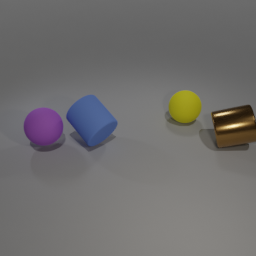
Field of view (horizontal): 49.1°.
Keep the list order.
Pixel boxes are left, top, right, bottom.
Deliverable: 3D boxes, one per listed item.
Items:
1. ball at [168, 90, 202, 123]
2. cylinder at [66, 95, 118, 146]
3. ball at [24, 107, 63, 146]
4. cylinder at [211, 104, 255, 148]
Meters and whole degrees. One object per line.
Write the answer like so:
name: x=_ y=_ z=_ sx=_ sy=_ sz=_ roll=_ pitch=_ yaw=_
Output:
ball: x=2.448 y=-0.914 z=12.056 sx=1.400 sy=1.400 sz=1.400 roll=0 pitch=32 yaw=0
cylinder: x=-1.340 y=-0.278 z=10.454 sx=1.400 sy=1.400 sz=1.400 roll=-29 pitch=71 yaw=-38
ball: x=-3.095 y=-0.054 z=10.297 sx=1.400 sy=1.400 sz=1.400 roll=0 pitch=32 yaw=0
cylinder: x=3.922 y=-0.058 z=10.398 sx=1.400 sy=1.400 sz=1.400 roll=-12 pitch=29 yaw=17
